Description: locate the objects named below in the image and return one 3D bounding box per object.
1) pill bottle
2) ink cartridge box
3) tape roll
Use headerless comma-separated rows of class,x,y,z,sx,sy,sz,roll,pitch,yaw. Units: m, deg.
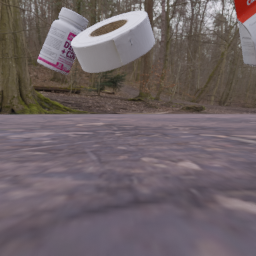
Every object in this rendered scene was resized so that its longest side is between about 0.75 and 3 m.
pill bottle,-2.612,-3.485,11.386,1.351,2.383,1.351,25,9,-4
ink cartridge box,3.943,-3.214,8.128,1.802,2.217,0.633,-39,40,-18
tape roll,-0.463,-2.741,8.810,2.551,0.892,2.551,-16,33,10
